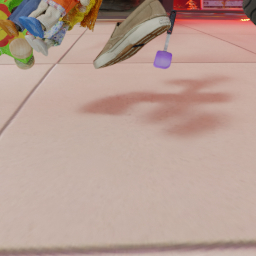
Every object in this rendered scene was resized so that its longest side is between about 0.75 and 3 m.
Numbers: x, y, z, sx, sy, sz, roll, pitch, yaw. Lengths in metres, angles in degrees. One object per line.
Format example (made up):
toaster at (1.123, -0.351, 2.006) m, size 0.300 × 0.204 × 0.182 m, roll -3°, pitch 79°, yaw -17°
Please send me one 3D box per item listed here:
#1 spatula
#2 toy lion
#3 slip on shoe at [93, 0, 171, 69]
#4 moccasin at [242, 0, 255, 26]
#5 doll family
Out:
spatula at (1.320, -2.939, 9.279) m, size 0.566 × 2.004 × 0.206 m, roll 13°, pitch 4°, yaw 3°
toy lion at (-2.910, -2.460, 6.675) m, size 1.935 × 0.693 × 2.019 m, roll 27°, pitch 70°, yaw -2°
slip on shoe at (-0.079, -2.462, 7.615) m, size 1.042 × 0.830 × 2.740 m, roll -25°, pitch 2°, yaw -42°
moccasin at (3.042, -2.015, 5.021) m, size 2.015 × 0.737 × 0.778 m, roll 29°, pitch 40°, yaw 29°
doll family at (-1.431, -2.250, 5.028) m, size 2.690 × 1.212 × 1.670 m, roll 31°, pitch 73°, yaw 30°
